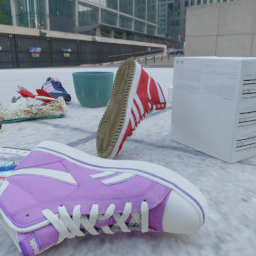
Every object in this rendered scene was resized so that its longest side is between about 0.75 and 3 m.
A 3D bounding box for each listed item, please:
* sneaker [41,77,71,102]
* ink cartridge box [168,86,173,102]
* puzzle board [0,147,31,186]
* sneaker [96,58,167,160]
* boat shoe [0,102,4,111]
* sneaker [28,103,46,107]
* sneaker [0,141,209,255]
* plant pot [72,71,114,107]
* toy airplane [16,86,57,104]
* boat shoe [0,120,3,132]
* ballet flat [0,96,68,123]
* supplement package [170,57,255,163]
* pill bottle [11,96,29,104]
[{"bbox_3d":[-3.851,-2.109,14.887,1.036,1.212,2.954,11,5,-42],"label":"sneaker"},{"bbox_3d":[3.015,-1.870,15.081,1.393,0.804,1.914,5,16,18],"label":"ink cartridge box"},{"bbox_3d":[-3.538,0.793,6.280,2.942,0.256,2.217,5,16,17],"label":"puzzle board"},{"bbox_3d":[0.151,-0.294,7.201,0.928,2.605,1.465,4,-17,46],"label":"sneaker"},{"bbox_3d":[-6.122,-0.890,12.066,1.419,0.486,0.511,-5,16,-17],"label":"boat shoe"},{"bbox_3d":[-4.023,-0.860,12.367,0.386,0.380,1.003,-12,1,43],"label":"sneaker"},{"bbox_3d":[-0.494,1.212,3.778,2.908,1.054,1.658,9,35,20],"label":"sneaker"},{"bbox_3d":[-1.664,-1.882,13.599,2.003,1.608,2.003,0,15,0],"label":"plant pot"},{"bbox_3d":[-4.315,-1.523,13.497,2.377,0.437,2.377,17,-8,3],"label":"toy airplane"},{"bbox_3d":[-4.481,-0.118,9.466,0.427,0.356,1.145,-9,16,-24],"label":"boat shoe"},{"bbox_3d":[-3.731,-0.784,10.931,2.760,0.882,1.044,-8,13,-27],"label":"ballet flat"},{"bbox_3d":[2.568,-0.675,7.563,1.773,2.411,2.306,-9,18,-30],"label":"supplement package"},{"bbox_3d":[-5.352,-1.352,13.893,0.768,0.435,0.435,4,16,16],"label":"pill bottle"}]
